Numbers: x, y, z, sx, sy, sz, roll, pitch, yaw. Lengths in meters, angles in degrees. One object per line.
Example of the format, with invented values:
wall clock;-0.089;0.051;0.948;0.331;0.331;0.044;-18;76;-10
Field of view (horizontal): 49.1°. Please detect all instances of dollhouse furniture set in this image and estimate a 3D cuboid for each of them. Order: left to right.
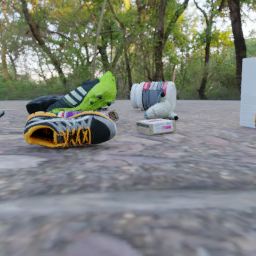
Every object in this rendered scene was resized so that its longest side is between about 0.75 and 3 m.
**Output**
dollhouse furniture set;-1.316;-0.712;10.064;1.643;1.551;1.072;-22;7;-8

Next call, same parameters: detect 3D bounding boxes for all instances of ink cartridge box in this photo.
ink cartridge box;0.811;-0.044;8.140;0.916;0.344;0.755;-6;9;-29

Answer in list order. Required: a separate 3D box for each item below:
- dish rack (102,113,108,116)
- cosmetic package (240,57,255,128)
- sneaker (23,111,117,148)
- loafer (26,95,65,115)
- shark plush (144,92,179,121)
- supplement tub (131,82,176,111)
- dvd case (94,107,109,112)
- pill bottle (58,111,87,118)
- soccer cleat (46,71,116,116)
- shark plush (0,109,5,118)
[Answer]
dish rack;-1.378;-0.599;13.448;0.706;0.179;0.823;-3;7;-29
cosmetic package;4.628;-1.203;9.453;1.321;2.341;0.950;-3;8;-21
sneaker;-1.228;0.117;5.905;1.979;0.775;0.764;-1;25;0
loafer;-2.896;-1.022;11.792;2.992;1.089;1.082;5;39;26
shark plush;1.310;-0.840;12.576;1.201;1.310;2.883;-30;9;8
supplement tub;1.695;-2.062;18.300;2.677;1.879;1.879;2;7;20
dvd case;-3.049;-1.245;18.417;2.958;0.236;2.200;4;8;28
pill bottle;-1.469;-0.178;8.207;1.103;0.620;0.620;0;7;0
soccer cleat;-1.597;-0.949;9.544;2.986;1.210;1.008;-19;-41;30
shark plush;-4.011;-0.306;7.422;1.158;1.062;2.550;3;8;22
